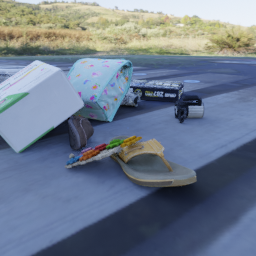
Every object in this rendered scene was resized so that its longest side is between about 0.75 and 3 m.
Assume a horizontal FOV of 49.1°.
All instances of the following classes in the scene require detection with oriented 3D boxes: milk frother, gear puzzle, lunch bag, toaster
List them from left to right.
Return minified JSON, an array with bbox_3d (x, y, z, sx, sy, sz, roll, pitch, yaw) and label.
[{"bbox_3d":[-4.218,-1.343,10.288,2.686,1.735,1.526,3,17,10],"label":"toaster"},{"bbox_3d":[-1.108,-1.567,10.095,2.032,1.454,2.385,9,59,29],"label":"lunch bag"},{"bbox_3d":[-0.528,0.442,6.003,1.862,0.244,0.964,-18,6,33],"label":"gear puzzle"},{"bbox_3d":[2.178,-0.539,9.742,0.958,0.919,1.018,-1,61,-1],"label":"milk frother"}]

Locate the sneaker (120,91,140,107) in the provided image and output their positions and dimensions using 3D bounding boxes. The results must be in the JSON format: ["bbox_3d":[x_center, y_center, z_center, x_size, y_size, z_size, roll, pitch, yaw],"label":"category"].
[{"bbox_3d":[-0.278,-1.211,11.444,1.261,0.819,2.183,16,23,35],"label":"sneaker"}]

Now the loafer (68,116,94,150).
[{"bbox_3d":[-1.284,0.011,7.717,0.705,0.726,1.987,-5,19,-12],"label":"loafer"}]

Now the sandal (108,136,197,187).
[{"bbox_3d":[0.319,0.534,6.072,1.108,0.745,2.759,-9,20,-26],"label":"sandal"}]

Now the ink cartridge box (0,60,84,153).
[{"bbox_3d":[-2.856,-0.803,8.092,2.121,1.230,2.929,-38,30,-13],"label":"ink cartridge box"}]

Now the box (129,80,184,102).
[{"bbox_3d":[1.220,-1.890,13.694,2.810,0.690,2.265,5,20,15],"label":"box"}]
